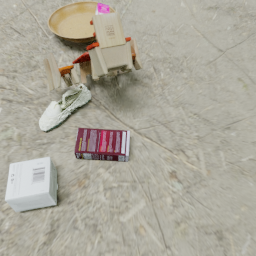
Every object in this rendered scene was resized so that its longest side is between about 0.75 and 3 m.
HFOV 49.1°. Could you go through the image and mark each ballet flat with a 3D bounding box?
[{"bbox_3d":[-2.035,-0.733,8.757,0.712,0.712,1.985,41,67,21],"label":"ballet flat"}]

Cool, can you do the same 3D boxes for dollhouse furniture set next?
[{"bbox_3d":[-0.887,-2.115,7.953,2.707,2.678,1.395,-18,100,-24],"label":"dollhouse furniture set"}]

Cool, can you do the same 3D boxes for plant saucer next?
[{"bbox_3d":[-1.690,-3.955,10.602,2.590,0.459,2.590,-1,51,2],"label":"plant saucer"}]

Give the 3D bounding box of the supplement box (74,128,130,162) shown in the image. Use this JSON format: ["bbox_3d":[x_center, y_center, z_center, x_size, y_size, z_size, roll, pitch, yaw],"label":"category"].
[{"bbox_3d":[-0.727,0.485,8.147,1.536,0.468,0.836,4,60,0],"label":"supplement box"}]

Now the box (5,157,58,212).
[{"bbox_3d":[-2.474,1.463,7.302,1.105,0.722,1.099,-10,48,-2],"label":"box"}]

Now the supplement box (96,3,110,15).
[{"bbox_3d":[-0.955,-4.198,10.508,0.456,0.447,0.882,8,57,-18],"label":"supplement box"}]
